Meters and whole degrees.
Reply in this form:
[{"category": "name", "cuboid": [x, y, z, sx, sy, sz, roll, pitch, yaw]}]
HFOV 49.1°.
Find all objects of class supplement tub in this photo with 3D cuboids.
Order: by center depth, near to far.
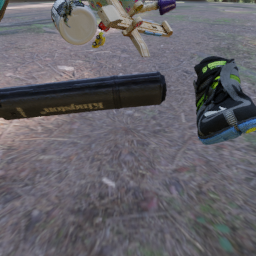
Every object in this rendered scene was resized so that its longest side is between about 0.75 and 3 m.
[{"category": "supplement tub", "cuboid": [-2.047, -4.013, 10.263, 1.366, 1.366, 2.229, -10, 37, -17]}]

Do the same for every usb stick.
[{"category": "usb stick", "cuboid": [-0.825, -0.537, 4.784, 2.986, 0.487, 0.828, -6, -14, 0]}]

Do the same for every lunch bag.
[{"category": "lunch bag", "cuboid": [-0.207, -3.493, 7.084, 1.556, 0.600, 1.248, 18, 67, 22]}]

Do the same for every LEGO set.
[{"category": "LEGO set", "cuboid": [-1.834, -3.797, 8.489, 0.390, 1.376, 0.893, 2, -2, -29]}]

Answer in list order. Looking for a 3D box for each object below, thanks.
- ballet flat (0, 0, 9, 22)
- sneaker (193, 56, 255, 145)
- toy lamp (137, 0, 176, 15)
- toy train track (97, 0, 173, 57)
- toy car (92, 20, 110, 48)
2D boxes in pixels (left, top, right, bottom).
[{"category": "ballet flat", "cuboid": [-3.014, -1.964, 5.614, 0.896, 2.642, 0.956, 17, -7, -13]}, {"category": "sneaker", "cuboid": [1.559, -0.613, 4.986, 1.007, 1.176, 2.839, -20, 21, 19]}, {"category": "toy lamp", "cuboid": [0.505, -4.618, 10.896, 2.683, 0.781, 0.781, -8, 29, 8]}, {"category": "toy train track", "cuboid": [0.400, -2.338, 6.117, 1.627, 0.461, 2.836, 59, 33, 7]}, {"category": "toy car", "cuboid": [-0.428, -2.349, 6.434, 0.231, 1.037, 0.976, 35, 65, -5]}]
